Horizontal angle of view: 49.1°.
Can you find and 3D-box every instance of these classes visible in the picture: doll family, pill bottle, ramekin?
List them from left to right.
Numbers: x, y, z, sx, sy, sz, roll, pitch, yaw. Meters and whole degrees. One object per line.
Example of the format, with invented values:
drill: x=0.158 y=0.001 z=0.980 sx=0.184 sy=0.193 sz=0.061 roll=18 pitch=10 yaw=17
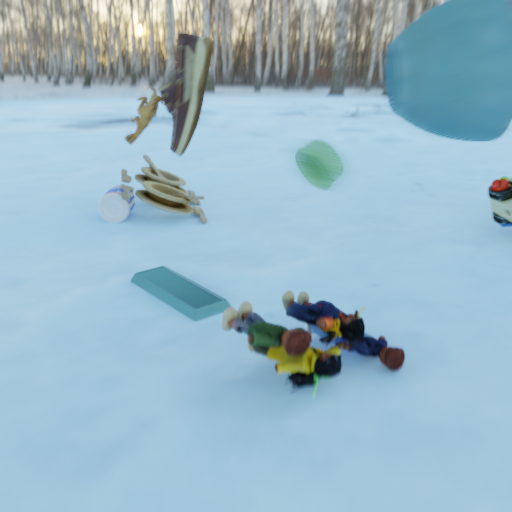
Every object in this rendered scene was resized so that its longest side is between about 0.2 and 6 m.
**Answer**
pill bottle: x=-2.936 y=-1.146 z=11.962 sx=0.645 sy=0.645 sz=1.152 roll=-1 pitch=19 yaw=-2
ramekin: x=0.779 y=-1.116 z=6.800 sx=0.290 sy=0.593 sz=0.593 roll=-40 pitch=34 yaw=-15
doll family: x=0.715 y=0.902 z=6.033 sx=2.151 sy=0.844 sz=1.244 roll=-14 pitch=19 yaw=-40

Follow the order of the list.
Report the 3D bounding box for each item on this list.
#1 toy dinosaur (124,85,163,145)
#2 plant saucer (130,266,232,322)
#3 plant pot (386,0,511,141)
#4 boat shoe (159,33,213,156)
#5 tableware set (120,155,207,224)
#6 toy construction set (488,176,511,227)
toy dinosaur: x=-2.103 y=-2.870 z=10.997 sx=0.512 sy=1.696 sz=0.901 roll=18 pitch=48 yaw=-19
plant saucer: x=-1.127 y=0.497 z=8.102 sx=0.636 sy=0.173 sz=1.819 roll=-16 pitch=26 yaw=-36
plant pot: x=2.681 y=-2.664 z=8.111 sx=1.419 sy=2.106 sz=2.106 roll=-5 pitch=19 yaw=4
boat shoe: x=-1.489 y=-3.182 z=11.042 sx=0.837 sy=2.327 sz=0.839 roll=14 pitch=21 yaw=-2
tableware set: x=-1.991 y=-1.568 z=12.356 sx=1.866 sy=0.566 sz=2.823 roll=16 pitch=15 yaw=-18
toy construction set: x=5.748 y=-1.064 z=10.381 sx=2.212 sy=1.554 sz=3.373 roll=-27 pitch=16 yaw=-4
